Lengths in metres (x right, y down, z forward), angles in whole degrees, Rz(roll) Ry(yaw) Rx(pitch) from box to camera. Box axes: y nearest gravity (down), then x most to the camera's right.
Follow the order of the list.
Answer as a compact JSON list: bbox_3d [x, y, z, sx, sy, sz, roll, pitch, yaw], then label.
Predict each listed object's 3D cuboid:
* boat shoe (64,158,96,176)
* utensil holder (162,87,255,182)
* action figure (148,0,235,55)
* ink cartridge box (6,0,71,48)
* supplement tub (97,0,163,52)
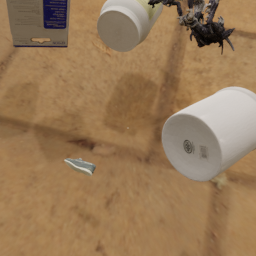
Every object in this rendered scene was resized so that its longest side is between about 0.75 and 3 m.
[{"bbox_3d":[-1.029,0.793,6.027,0.808,0.294,0.250,16,54,33],"label":"boat shoe"},{"bbox_3d":[1.182,0.061,3.820,1.181,1.003,1.003,-23,61,-36],"label":"utensil holder"},{"bbox_3d":[1.665,-2.674,6.460,2.287,1.359,1.167,27,87,-22],"label":"action figure"},{"bbox_3d":[-1.931,-2.970,6.025,1.366,2.747,0.539,-5,56,-20],"label":"ink cartridge box"},{"bbox_3d":[0.075,-2.906,7.152,1.296,1.296,1.788,19,53,11],"label":"supplement tub"}]
